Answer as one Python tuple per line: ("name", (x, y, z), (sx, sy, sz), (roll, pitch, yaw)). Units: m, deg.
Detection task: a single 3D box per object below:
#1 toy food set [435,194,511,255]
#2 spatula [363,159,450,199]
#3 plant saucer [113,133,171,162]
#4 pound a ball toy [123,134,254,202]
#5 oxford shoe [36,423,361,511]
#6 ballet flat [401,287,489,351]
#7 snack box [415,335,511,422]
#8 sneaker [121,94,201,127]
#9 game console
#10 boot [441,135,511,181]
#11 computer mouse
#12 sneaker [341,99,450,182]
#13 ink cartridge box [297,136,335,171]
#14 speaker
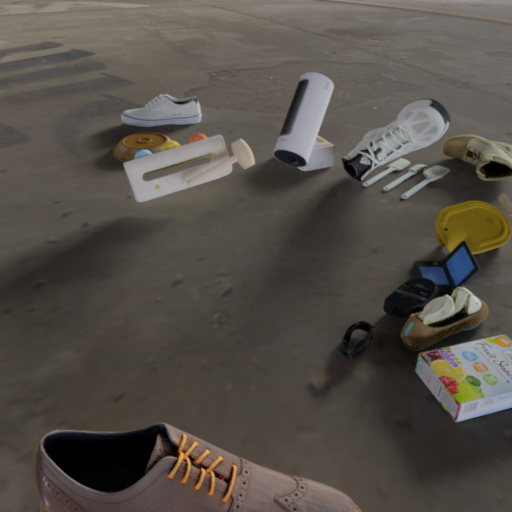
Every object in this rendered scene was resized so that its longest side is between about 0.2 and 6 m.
("toy food set", (4.211, -0.452, 10.796), (1.880, 0.614, 1.106), (-14, 59, -18))
("spatula", (3.582, -1.893, 13.384), (1.407, 0.162, 2.023), (26, 40, 33))
("plant saucer", (-2.956, -2.937, 14.898), (1.709, 0.303, 1.709), (0, 33, 0))
("pound a ball toy", (-1.430, -1.934, 11.490), (2.447, 1.039, 1.596), (-19, 8, -10))
("oxford shoe", (-0.592, 2.410, 5.531), (3.393, 1.237, 1.210), (3, 32, 5))
("ballet flat", (2.952, 0.852, 8.556), (1.816, 0.657, 0.616), (-17, 36, -25))
("snack box", (3.053, 1.620, 7.595), (1.417, 0.375, 1.008), (-9, 33, -14))
("sneaker", (-2.837, -4.386, 16.684), (2.365, 0.837, 0.864), (-7, 33, -10))
("game console", (3.254, 0.182, 9.692), (0.842, 0.583, 0.986), (2, 32, 2))
("boot", (5.418, -2.398, 13.732), (1.815, 0.654, 1.404), (14, 35, 18))
("computer mouse", (2.094, 0.998, 8.700), (2.224, 0.379, 0.652), (-31, 33, -29))
("sneaker", (2.978, -2.367, 12.523), (1.607, 1.054, 2.792), (-46, 10, -25))
("ink cartridge box", (1.280, -2.700, 14.287), (0.947, 0.544, 1.305), (-14, 35, -21))
("speaker", (0.900, -2.555, 10.584), (0.689, 0.689, 1.698), (15, 78, 23))
